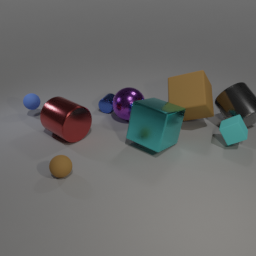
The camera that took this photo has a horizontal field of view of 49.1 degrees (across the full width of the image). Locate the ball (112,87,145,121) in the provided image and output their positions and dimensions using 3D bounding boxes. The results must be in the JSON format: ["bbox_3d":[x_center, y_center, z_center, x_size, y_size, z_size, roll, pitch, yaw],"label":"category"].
[{"bbox_3d":[0.042,-0.998,11.723,1.400,1.400,1.400,0,30,0],"label":"ball"}]

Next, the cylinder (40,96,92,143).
[{"bbox_3d":[-2.326,-0.337,10.553,1.400,1.400,1.400,24,38,35],"label":"cylinder"}]

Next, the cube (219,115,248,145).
[{"bbox_3d":[3.721,0.068,9.853,0.700,0.700,0.700,-24,14,33],"label":"cube"}]

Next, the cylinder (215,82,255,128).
[{"bbox_3d":[4.362,-0.817,10.946,1.400,1.400,1.400,-15,62,-23],"label":"cylinder"}]

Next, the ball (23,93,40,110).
[{"bbox_3d":[-4.094,-1.120,11.925,0.700,0.700,0.700,0,30,0],"label":"ball"}]

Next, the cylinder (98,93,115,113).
[{"bbox_3d":[-0.874,-1.113,12.589,0.700,0.700,0.700,11,32,18],"label":"cylinder"}]

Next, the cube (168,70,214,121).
[{"bbox_3d":[2.447,-1.197,10.878,1.400,1.400,1.400,-8,-20,27],"label":"cube"}]

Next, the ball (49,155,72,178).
[{"bbox_3d":[-2.074,1.178,8.645,0.700,0.700,0.700,0,30,0],"label":"ball"}]

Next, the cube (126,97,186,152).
[{"bbox_3d":[0.984,-0.167,9.918,1.400,1.400,1.400,23,24,31],"label":"cube"}]
